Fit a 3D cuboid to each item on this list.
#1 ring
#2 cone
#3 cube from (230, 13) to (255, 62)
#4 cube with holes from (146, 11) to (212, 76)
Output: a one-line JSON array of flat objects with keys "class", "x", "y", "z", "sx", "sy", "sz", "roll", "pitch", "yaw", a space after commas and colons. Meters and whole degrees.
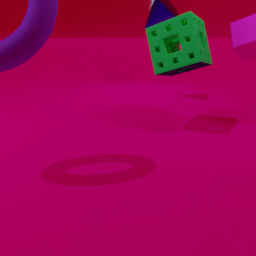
[{"class": "ring", "x": -1.916, "y": -1.698, "z": 3.916, "sx": 1.905, "sy": 1.905, "sz": 0.381, "roll": 2, "pitch": -6, "yaw": 6}, {"class": "cone", "x": 0.949, "y": -3.808, "z": 9.579, "sx": 1.126, "sy": 1.122, "sz": 1.122, "roll": -40, "pitch": -4, "yaw": 33}, {"class": "cube", "x": 2.957, "y": -2.166, "z": 6.736, "sx": 0.726, "sy": 0.726, "sz": 0.726, "roll": -13, "pitch": -24, "yaw": 35}, {"class": "cube with holes", "x": 1.251, "y": -1.941, "z": 6.738, "sx": 1.102, "sy": 1.102, "sz": 1.102, "roll": -11, "pitch": 2, "yaw": 30}]
